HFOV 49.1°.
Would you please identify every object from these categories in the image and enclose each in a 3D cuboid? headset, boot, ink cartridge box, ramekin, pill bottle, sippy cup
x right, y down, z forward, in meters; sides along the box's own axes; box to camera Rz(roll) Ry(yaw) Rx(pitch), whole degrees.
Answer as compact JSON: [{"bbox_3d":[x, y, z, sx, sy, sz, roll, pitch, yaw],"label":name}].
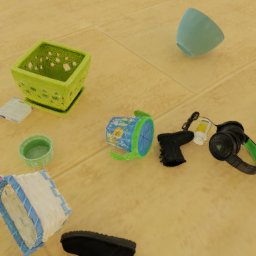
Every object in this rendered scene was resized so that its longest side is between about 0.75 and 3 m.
[{"bbox_3d":[3.155,0.496,9.282,2.804,1.317,1.731,42,38,9],"label":"headset"},{"bbox_3d":[1.697,0.696,9.498,1.436,0.531,1.177,-5,50,-7],"label":"boot"},{"bbox_3d":[-4.410,-0.717,11.033,1.077,0.219,1.079,18,48,14],"label":"ink cartridge box"},{"bbox_3d":[-0.810,3.392,6.739,2.065,0.777,1.544,7,47,6],"label":"boot"},{"bbox_3d":[-3.035,0.793,9.377,1.111,0.543,1.111,0,46,0],"label":"ramekin"},{"bbox_3d":[2.547,0.141,9.595,0.458,0.458,0.822,20,65,18],"label":"pill bottle"},{"bbox_3d":[0.018,0.199,9.489,1.342,1.438,1.831,11,16,25],"label":"sippy cup"}]

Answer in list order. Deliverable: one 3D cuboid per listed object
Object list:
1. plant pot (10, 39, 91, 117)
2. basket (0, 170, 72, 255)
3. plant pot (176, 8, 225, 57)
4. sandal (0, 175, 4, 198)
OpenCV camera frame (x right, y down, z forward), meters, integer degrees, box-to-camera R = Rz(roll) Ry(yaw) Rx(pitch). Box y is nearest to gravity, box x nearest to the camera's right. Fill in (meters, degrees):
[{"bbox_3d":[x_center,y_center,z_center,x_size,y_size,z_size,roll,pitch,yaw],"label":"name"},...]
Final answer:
[{"bbox_3d":[-2.810,-1.787,10.716,2.210,2.005,2.199,19,49,6],"label":"plant pot"},{"bbox_3d":[-2.802,2.249,6.983,2.389,1.662,2.107,-11,56,-48],"label":"basket"},{"bbox_3d":[3.206,-4.333,13.396,1.530,2.272,2.272,-50,55,9],"label":"plant pot"},{"bbox_3d":[-4.895,2.227,7.874,1.227,0.741,3.015,32,54,27],"label":"sandal"}]
